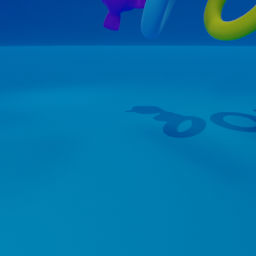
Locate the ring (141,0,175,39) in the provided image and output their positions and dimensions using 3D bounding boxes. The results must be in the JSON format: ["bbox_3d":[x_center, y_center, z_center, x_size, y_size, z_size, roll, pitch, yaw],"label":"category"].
[{"bbox_3d":[0.736,-2.659,5.400,0.378,1.890,1.890,23,20,3],"label":"ring"}]

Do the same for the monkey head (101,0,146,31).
[{"bbox_3d":[-0.286,-3.149,6.990,1.744,1.255,1.051,15,7,-4],"label":"monkey head"}]

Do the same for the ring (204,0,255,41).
[{"bbox_3d":[2.430,-2.739,5.900,0.384,1.919,1.919,24,3,-33],"label":"ring"}]
